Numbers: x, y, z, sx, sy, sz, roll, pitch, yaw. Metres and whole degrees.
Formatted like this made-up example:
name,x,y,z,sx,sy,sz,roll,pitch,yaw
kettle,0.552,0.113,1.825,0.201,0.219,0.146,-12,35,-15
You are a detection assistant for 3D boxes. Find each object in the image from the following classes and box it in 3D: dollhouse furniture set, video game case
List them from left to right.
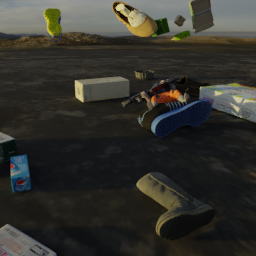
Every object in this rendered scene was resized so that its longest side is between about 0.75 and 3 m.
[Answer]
name,x,y,z,sx,sy,sz,roll,pitch,yaw
video game case,-1.722,1.816,3.783,1.109,0.131,1.009,14,24,31
dollhouse furniture set,1.966,-3.861,10.120,2.233,1.116,0.862,-25,21,-17

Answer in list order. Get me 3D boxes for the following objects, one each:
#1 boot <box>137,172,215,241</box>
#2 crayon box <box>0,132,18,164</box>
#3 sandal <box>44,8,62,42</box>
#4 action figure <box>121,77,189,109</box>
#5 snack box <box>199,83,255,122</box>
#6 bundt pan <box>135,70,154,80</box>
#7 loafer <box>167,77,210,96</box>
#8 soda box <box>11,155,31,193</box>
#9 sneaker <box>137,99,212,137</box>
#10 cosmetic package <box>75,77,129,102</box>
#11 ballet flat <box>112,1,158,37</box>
name,x,y,z,sx,sy,sz,roll,pitch,yaw
boot,0.605,1.235,4.821,1.276,0.509,1.403,2,22,-38
crayon box,-3.915,0.424,6.964,2.152,0.555,1.353,18,26,38
sandal,-1.657,-2.284,6.227,0.383,0.419,0.963,-3,59,-10
action figure,1.040,-0.925,10.449,2.376,1.243,2.299,-25,13,4
snack box,4.446,-1.042,10.654,2.060,0.767,2.896,-11,23,-27
bundt pan,1.002,-3.245,17.172,1.186,0.445,1.186,1,20,0
loafer,2.809,-1.956,13.029,2.400,0.856,0.876,-5,21,-14
soda box,-2.269,0.934,5.896,0.350,0.331,1.032,-8,21,-21
sneaker,1.516,-0.492,8.920,2.654,0.931,1.034,-16,33,-34
cosmetic package,-1.154,-1.772,12.612,2.216,0.810,1.147,-8,22,-24
ballet flat,0.123,-3.872,9.851,0.733,0.798,2.325,33,9,-49
